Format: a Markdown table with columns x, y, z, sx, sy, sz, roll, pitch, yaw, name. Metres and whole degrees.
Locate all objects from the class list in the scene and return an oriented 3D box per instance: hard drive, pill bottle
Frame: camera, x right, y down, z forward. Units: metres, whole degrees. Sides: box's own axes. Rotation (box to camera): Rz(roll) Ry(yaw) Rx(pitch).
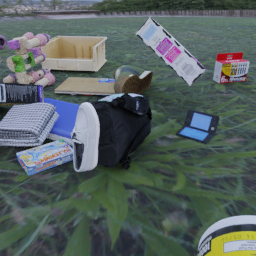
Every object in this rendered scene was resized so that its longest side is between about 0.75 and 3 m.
| x | y | z | sx | sy | sz | roll | pitch | yaw | name |
| --- | --- | --- | --- | --- | --- | --- | --- | --- | --- |
| -2.120 | -0.278 | 8.921 | 2.992 | 0.380 | 1.974 | 14 | 30 | 26 | hard drive |
| 1.336 | 2.254 | 2.740 | 1.450 | 1.450 | 2.579 | 8 | 28 | 15 | pill bottle |

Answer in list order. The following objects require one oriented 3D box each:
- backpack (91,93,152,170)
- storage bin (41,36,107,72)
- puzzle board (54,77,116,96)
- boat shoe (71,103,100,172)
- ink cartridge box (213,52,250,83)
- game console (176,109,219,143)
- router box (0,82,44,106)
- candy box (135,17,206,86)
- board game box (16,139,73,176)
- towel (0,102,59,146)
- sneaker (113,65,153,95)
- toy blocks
| x | y | z | sx | sy | sz | roll | pitch | yaw | name |
| --- | --- | --- | --- | --- | --- | --- | --- | --- | --- |
| -0.219 | -0.167 | 7.337 | 1.392 | 1.835 | 2.199 | 8 | 22 | 25 | backpack |
| -2.903 | -4.107 | 15.398 | 2.974 | 1.394 | 2.953 | 4 | 27 | 7 | storage bin |
| -1.587 | -1.797 | 12.142 | 2.636 | 0.229 | 1.986 | 4 | 26 | 6 | puzzle board |
| -0.621 | 0.138 | 3.804 | 0.341 | 0.948 | 0.325 | 17 | 19 | 35 | boat shoe |
| 4.780 | -2.790 | 12.935 | 1.431 | 1.256 | 0.600 | -8 | 28 | -13 | ink cartridge box |
| 2.074 | -0.072 | 8.346 | 1.010 | 0.862 | 0.598 | 18 | 5 | 31 | game console |
| -4.258 | -1.030 | 8.938 | 2.461 | 0.643 | 1.935 | 1 | 5 | 35 | router box |
| 1.670 | -2.781 | 10.399 | 2.696 | 0.822 | 1.839 | 44 | 18 | 3 | candy box |
| -2.065 | 0.715 | 7.146 | 1.276 | 0.220 | 0.863 | -19 | 32 | -32 | board game box |
| -2.852 | -0.141 | 7.780 | 1.498 | 0.641 | 1.240 | 0 | 44 | 15 | towel |
| -0.115 | -1.948 | 11.441 | 1.334 | 0.996 | 2.972 | 21 | 26 | 20 | sneaker |
| -4.435 | -3.168 | 12.627 | 2.442 | 2.282 | 2.056 | 7 | 32 | 20 | toy blocks |
